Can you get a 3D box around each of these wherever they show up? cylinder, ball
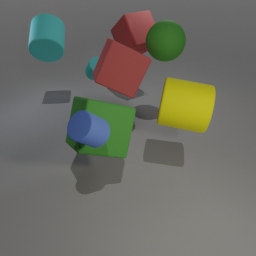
[{"bbox_3d":[1.649,-0.662,8.150,1.400,1.400,1.400,12,32,5],"label":"cylinder"},{"bbox_3d":[-1.279,-2.339,11.070,0.700,0.700,0.700,-18,-7,-27],"label":"cylinder"},{"bbox_3d":[-3.352,-3.725,11.639,1.400,1.400,1.400,-3,62,-4],"label":"cylinder"},{"bbox_3d":[-0.876,0.034,6.288,0.700,0.700,0.700,24,-2,34],"label":"cylinder"},{"bbox_3d":[1.319,-3.049,9.833,1.400,1.400,1.400,0,31,0],"label":"ball"}]

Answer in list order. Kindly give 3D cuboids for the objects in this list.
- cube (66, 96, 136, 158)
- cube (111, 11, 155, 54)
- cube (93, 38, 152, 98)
[{"bbox_3d":[-0.804,-0.046,7.840,1.400,1.400,1.400,9,5,-26],"label":"cube"},{"bbox_3d":[0.320,-4.087,12.307,1.400,1.400,1.400,-22,0,-30],"label":"cube"},{"bbox_3d":[-0.260,-2.033,9.411,1.400,1.400,1.400,21,15,-17],"label":"cube"}]
